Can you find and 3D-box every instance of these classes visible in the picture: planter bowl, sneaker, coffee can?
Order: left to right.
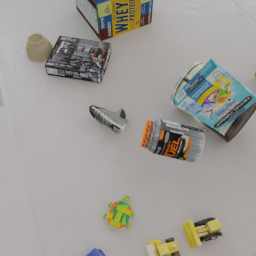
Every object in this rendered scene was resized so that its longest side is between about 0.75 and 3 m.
[{"bbox_3d":[-3.993,-3.658,12.476,1.229,0.827,1.229,0,58,0],"label":"planter bowl"},{"bbox_3d":[-0.653,-0.523,10.693,1.588,0.596,0.917,36,59,9],"label":"sneaker"},{"bbox_3d":[3.117,-0.972,10.133,2.564,1.876,1.876,40,66,22],"label":"coffee can"}]

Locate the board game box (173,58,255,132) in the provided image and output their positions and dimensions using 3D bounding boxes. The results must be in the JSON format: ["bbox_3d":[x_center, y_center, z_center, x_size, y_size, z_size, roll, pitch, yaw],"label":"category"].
[{"bbox_3d":[2.572,-0.862,8.201,2.023,1.527,0.475,25,32,-32],"label":"board game box"}]

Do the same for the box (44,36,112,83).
[{"bbox_3d":[-2.115,-3.027,12.192,2.450,0.610,1.932,9,58,6],"label":"box"}]

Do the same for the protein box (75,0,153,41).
[{"bbox_3d":[-0.743,-6.196,13.403,2.868,1.949,2.889,-25,61,-15],"label":"protein box"}]

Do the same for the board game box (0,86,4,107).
[{"bbox_3d":[-4.871,-1.021,9.422,1.210,0.635,0.623,-9,20,-23],"label":"board game box"}]

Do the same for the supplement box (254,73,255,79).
[{"bbox_3d":[6.751,-1.956,11.186,2.692,1.153,1.485,-1,58,0],"label":"supplement box"}]

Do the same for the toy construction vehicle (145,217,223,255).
[{"bbox_3d":[1.803,3.663,7.821,2.357,0.830,2.052,-11,58,-7],"label":"toy construction vehicle"}]

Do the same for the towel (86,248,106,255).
[{"bbox_3d":[-0.712,4.889,7.350,2.007,0.331,2.773,-38,65,-20],"label":"towel"}]

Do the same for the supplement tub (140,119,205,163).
[{"bbox_3d":[1.324,0.361,8.529,1.763,1.080,1.080,13,58,-1],"label":"supplement tub"}]

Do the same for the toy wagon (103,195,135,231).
[{"bbox_3d":[-0.230,2.618,8.846,0.881,0.225,1.135,20,60,12],"label":"toy wagon"}]
